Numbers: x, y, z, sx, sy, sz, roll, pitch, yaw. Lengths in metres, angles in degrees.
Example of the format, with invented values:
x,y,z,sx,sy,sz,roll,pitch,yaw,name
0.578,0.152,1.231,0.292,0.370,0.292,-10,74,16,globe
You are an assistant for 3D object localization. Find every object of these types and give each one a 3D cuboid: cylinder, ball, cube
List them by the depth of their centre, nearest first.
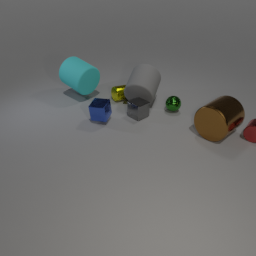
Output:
x,y,z,sx,sy,sz,roll,pitch,yaw,name
4.817,0.093,10.600,0.700,0.700,0.700,20,37,29,cylinder
3.482,-0.381,10.694,1.400,1.400,1.400,28,41,37,cylinder
-1.137,-0.751,11.554,0.700,0.700,0.700,7,38,17,cube
0.452,-0.827,12.089,0.700,0.700,0.700,-25,40,-36,cube
2.014,-1.086,12.443,0.700,0.700,0.700,0,32,0,ball
0.678,-1.964,12.858,1.400,1.400,1.400,11,56,17,cylinder
-2.290,-2.478,13.267,1.400,1.400,1.400,33,44,27,cylinder
-0.354,-1.690,13.455,0.700,0.700,0.700,-13,34,-27,cylinder
